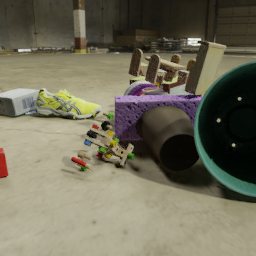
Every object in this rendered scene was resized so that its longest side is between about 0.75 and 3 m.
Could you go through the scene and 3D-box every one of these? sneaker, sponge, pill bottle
[{"bbox_3d":[-2.358,-0.962,11.038,2.619,1.001,0.987,5,17,-2],"label":"sneaker"},{"bbox_3d":[0.883,-0.292,8.403,2.573,1.435,0.384,-1,36,-3],"label":"sponge"},{"bbox_3d":[0.646,-0.862,10.073,1.466,1.466,2.608,-4,19,-11],"label":"pill bottle"}]

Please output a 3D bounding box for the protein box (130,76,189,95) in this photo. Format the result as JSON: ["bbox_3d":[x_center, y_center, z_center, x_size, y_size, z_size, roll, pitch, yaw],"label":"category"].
[{"bbox_3d":[1.395,-1.529,12.281,1.935,1.315,1.949,13,23,34],"label":"protein box"}]

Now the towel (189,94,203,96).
[{"bbox_3d":[3.473,-1.441,13.747,2.176,0.248,1.563,-13,23,-32],"label":"towel"}]

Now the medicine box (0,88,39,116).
[{"bbox_3d":[-4.616,-1.108,11.665,1.486,0.765,1.353,8,24,33],"label":"medicine box"}]

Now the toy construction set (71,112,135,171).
[{"bbox_3d":[-0.492,0.581,6.792,1.106,1.201,1.440,23,47,24],"label":"toy construction set"}]

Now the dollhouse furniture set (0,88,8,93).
[{"bbox_3d":[-6.972,-1.805,13.554,1.474,1.044,1.605,8,20,22],"label":"dollhouse furniture set"}]

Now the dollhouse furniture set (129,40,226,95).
[{"bbox_3d":[1.565,-2.049,8.553,2.048,1.451,2.230,-8,29,-44],"label":"dollhouse furniture set"}]

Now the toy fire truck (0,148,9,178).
[{"bbox_3d":[-3.705,1.149,5.437,2.567,0.626,1.810,-9,20,-24],"label":"toy fire truck"}]

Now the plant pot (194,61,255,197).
[{"bbox_3d":[2.781,-0.031,6.250,2.606,2.606,2.092,4,5,12],"label":"plant pot"}]

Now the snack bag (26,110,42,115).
[{"bbox_3d":[-3.585,-0.726,11.791,1.175,0.126,1.108,0,18,-2],"label":"snack bag"}]

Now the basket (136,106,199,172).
[{"bbox_3d":[1.136,0.259,7.323,1.609,1.213,1.784,-2,22,-6],"label":"basket"}]
